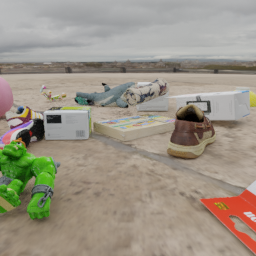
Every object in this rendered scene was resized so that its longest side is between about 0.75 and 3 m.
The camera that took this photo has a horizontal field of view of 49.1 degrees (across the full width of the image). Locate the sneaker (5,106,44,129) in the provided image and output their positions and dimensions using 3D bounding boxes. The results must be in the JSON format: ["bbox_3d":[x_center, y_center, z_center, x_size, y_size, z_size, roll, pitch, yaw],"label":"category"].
[{"bbox_3d":[-2.965,-0.350,8.646,0.684,0.822,1.825,-21,7,18],"label":"sneaker"}]

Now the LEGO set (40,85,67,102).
[{"bbox_3d":[-3.988,-1.680,15.061,1.584,0.729,0.590,18,15,-43],"label":"LEGO set"}]

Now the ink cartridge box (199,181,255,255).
[{"bbox_3d":[2.325,1.071,3.833,2.100,0.496,1.681,-2,14,-14],"label":"ink cartridge box"}]

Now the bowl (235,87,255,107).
[{"bbox_3d":[5.737,-1.594,14.053,1.591,0.856,1.591,0,13,0],"label":"bowl"}]

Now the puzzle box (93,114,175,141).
[{"bbox_3d":[0.311,-0.082,8.969,2.409,0.306,1.602,-11,18,-38],"label":"puzzle box"}]

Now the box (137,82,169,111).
[{"bbox_3d":[1.095,-1.452,12.697,1.394,1.200,1.401,0,14,2],"label":"box"}]

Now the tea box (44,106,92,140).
[{"bbox_3d":[-1.731,-0.178,8.284,1.214,0.811,1.194,0,14,0],"label":"tea box"}]

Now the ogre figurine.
[{"bbox_3d":[-1.913,0.779,4.409,1.855,0.910,1.112,-10,27,22],"label":"ogre figurine"}]

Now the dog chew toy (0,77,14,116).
[{"bbox_3d":[-5.732,-1.028,10.393,2.642,1.645,1.645,-20,22,-32],"label":"dog chew toy"}]

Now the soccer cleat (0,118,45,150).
[{"bbox_3d":[-2.789,0.151,7.444,0.684,0.638,1.869,-3,15,7],"label":"soccer cleat"}]

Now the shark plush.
[{"bbox_3d":[-1.053,-1.673,13.685,2.798,1.165,1.271,2,14,8],"label":"shark plush"}]

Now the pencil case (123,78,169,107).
[{"bbox_3d":[0.655,-1.296,10.049,1.643,0.639,0.735,-23,32,-29],"label":"pencil case"}]

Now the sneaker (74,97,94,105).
[{"bbox_3d":[-2.141,-1.330,14.117,1.106,0.411,0.484,14,6,13],"label":"sneaker"}]

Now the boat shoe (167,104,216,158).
[{"bbox_3d":[1.755,-0.116,7.491,1.067,1.065,2.958,7,15,25],"label":"boat shoe"}]

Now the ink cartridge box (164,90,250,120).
[{"bbox_3d":[2.854,-0.812,10.301,2.689,0.912,1.560,2,11,40],"label":"ink cartridge box"}]
